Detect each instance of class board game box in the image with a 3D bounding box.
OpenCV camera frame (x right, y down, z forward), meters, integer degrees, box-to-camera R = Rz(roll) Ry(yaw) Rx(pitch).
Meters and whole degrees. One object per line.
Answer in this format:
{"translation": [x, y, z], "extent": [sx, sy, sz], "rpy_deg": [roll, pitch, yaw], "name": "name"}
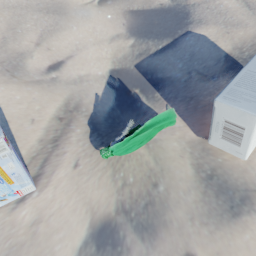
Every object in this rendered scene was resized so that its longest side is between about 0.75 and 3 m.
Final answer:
{"translation": [-2.955, 1.007, 5.237], "extent": [1.916, 1.921, 0.395], "rpy_deg": [-25, 53, -18], "name": "board game box"}

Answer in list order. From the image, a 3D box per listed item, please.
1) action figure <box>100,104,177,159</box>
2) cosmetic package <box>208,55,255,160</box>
{"translation": [0.194, 0.153, 6.374], "extent": [1.903, 1.124, 0.520], "rpy_deg": [-31, 65, 0], "name": "action figure"}
{"translation": [3.054, -0.722, 6.646], "extent": [0.984, 1.401, 2.762], "rpy_deg": [28, 54, 31], "name": "cosmetic package"}
